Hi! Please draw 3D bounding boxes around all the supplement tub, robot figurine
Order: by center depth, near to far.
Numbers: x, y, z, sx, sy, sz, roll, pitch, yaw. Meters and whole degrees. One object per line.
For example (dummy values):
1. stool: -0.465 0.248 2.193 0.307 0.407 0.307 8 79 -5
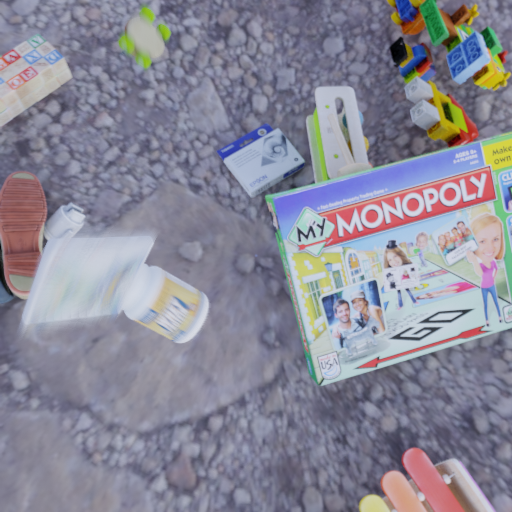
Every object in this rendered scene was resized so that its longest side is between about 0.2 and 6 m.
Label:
1. supplement tub: -1.318 0.641 7.773 1.113 0.805 0.805 32 66 -25
2. robot figurine: -3.617 -0.571 10.497 0.924 0.522 0.784 -43 45 16

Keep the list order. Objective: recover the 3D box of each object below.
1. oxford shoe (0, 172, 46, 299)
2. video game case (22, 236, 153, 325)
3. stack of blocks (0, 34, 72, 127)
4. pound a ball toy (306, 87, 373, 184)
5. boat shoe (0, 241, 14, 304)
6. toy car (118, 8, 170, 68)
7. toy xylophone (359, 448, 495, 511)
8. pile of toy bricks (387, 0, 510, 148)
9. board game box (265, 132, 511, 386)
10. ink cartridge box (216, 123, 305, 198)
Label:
1. oxford shoe: -4.299 -0.362 10.207 0.842 0.878 2.380 3 71 -24
2. video game case: -1.957 0.285 6.517 1.212 1.329 0.146 -4 50 -40
3. stack of blocks: -5.247 -3.748 11.888 2.209 0.647 1.272 -41 73 -16
4. pound a ball toy: 1.744 -2.122 10.651 1.062 1.630 2.500 -3 66 -8
5. boat shoe: -4.986 -0.478 10.232 0.911 1.102 2.945 -12 69 -3
6. toy car: -2.040 -3.669 9.528 0.913 0.721 0.750 18 73 51
7. toy xylophone: 2.241 4.474 8.280 3.051 0.766 2.233 -36 72 -14
8. pile of toy bricks: 4.366 -4.362 11.584 2.223 2.498 4.503 20 52 -29
9. board game box: 2.853 -0.049 9.438 4.789 0.697 3.223 -16 100 -7
10. ink cartridge box: 0.077 -2.022 11.353 1.338 0.272 1.341 -33 71 -13
